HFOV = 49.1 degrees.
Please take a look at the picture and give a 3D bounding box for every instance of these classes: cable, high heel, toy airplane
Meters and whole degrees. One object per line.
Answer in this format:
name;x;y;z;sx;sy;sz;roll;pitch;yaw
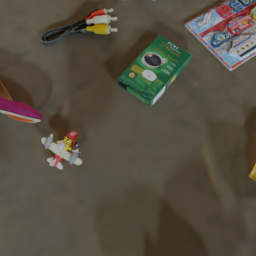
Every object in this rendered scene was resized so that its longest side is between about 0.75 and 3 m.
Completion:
cable;-1.510;-3.161;8.507;2.370;0.596;1.151;-9;65;-4
high heel;-3.125;-0.915;7.324;2.362;0.796;1.135;18;77;12
toy airplane;-1.611;0.532;6.781;0.914;0.645;0.910;-11;66;-6

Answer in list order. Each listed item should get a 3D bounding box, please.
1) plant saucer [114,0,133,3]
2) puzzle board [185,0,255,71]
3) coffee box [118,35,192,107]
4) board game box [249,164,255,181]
plant saucer;-0.147;-4.543;9.407;0.864;0.139;0.864;0;66;1
puzzle board;3.489;-3.174;8.718;2.789;0.243;2.102;-33;69;-14
coffee box;0.776;-1.638;7.897;1.204;0.431;1.958;35;70;14
board game box;3.911;0.805;6.822;1.274;0.336;1.665;30;69;13
